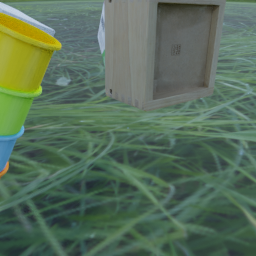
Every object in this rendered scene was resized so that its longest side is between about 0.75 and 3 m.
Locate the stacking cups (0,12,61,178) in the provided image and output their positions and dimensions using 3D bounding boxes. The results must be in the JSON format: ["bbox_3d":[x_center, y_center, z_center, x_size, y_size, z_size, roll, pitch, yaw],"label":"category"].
[{"bbox_3d":[-1.607,0.109,3.139,0.803,2.655,0.803,25,21,-10],"label":"stacking cups"}]

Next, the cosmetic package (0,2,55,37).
[{"bbox_3d":[-3.716,-3.031,8.518,1.961,1.205,1.955,32,16,25],"label":"cosmetic package"}]

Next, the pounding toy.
[{"bbox_3d":[0.607,-1.263,4.787,2.034,1.872,1.446,-16,28,-35],"label":"pounding toy"}]

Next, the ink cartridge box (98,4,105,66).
[{"bbox_3d":[-0.017,-3.214,8.332,1.177,2.803,2.030,-2,55,-18],"label":"ink cartridge box"}]
